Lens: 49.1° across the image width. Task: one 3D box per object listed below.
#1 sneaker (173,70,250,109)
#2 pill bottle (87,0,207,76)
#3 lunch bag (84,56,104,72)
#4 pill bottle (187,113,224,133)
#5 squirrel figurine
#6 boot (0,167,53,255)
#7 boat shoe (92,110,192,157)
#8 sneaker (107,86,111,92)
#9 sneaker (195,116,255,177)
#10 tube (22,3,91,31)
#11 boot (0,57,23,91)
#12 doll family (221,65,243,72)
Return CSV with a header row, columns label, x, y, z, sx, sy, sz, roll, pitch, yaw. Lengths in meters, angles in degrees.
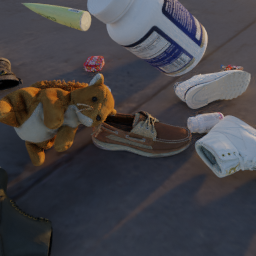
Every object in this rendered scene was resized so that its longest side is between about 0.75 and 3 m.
label,x,y,z,sx,sy,sz,roll,pitch,yaw
sneaker,3.033,-1.583,9.965,2.837,1.084,1.142,-13,32,-18
pill bottle,0.502,-2.465,6.602,2.827,1.570,1.570,22,22,-42
lunch bag,-1.467,-2.702,11.784,0.803,0.373,0.912,2,39,10
pill bottle,2.369,-0.144,8.532,1.003,0.568,0.568,-6,40,-9
squirrel figurine,-1.691,-0.666,7.682,2.611,1.980,2.797,-20,32,6
boot,-2.347,1.852,6.051,1.589,0.890,2.298,-3,53,-10
boat shoe,0.369,0.095,7.874,2.879,1.034,1.090,2,40,3
sneaker,-1.021,-0.829,9.328,0.614,0.595,1.681,9,41,11
sneaker,3.096,0.915,7.032,1.688,1.076,2.920,-33,45,-24
tube,-2.329,-3.738,9.249,2.342,0.680,0.608,22,60,21
boot,-5.317,-1.976,10.558,2.287,0.792,1.991,-15,42,-21
doll family,4.183,-2.216,11.187,0.701,0.509,1.129,26,28,37
